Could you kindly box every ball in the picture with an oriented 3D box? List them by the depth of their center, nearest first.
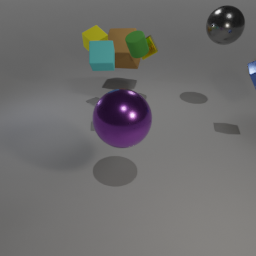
[{"bbox_3d":[-0.133,-0.224,6.599,1.400,1.400,1.400,0,29,0],"label":"ball"},{"bbox_3d":[3.673,-3.874,10.594,1.400,1.400,1.400,0,29,0],"label":"ball"}]

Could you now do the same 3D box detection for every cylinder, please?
[{"bbox_3d":[0.330,-2.988,10.015,0.700,0.700,0.700,-12,49,14],"label":"cylinder"}]

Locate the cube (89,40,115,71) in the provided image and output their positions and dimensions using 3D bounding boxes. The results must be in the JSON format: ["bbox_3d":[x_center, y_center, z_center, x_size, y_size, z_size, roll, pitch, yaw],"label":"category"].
[{"bbox_3d":[-0.780,-2.178,8.506,0.700,0.700,0.700,-1,-7,1],"label":"cube"}]

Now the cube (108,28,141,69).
[{"bbox_3d":[-0.195,-3.864,13.687,1.400,1.400,1.400,8,73,23],"label":"cube"}]

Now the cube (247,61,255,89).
[{"bbox_3d":[4.222,-1.700,8.727,0.700,0.700,0.700,-20,34,30],"label":"cube"}]

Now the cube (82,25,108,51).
[{"bbox_3d":[-1.237,-3.306,10.627,0.700,0.700,0.700,-37,69,-20],"label":"cube"}]

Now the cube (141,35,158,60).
[{"bbox_3d":[0.772,-3.315,11.509,0.700,0.700,0.700,-26,17,18],"label":"cube"}]
